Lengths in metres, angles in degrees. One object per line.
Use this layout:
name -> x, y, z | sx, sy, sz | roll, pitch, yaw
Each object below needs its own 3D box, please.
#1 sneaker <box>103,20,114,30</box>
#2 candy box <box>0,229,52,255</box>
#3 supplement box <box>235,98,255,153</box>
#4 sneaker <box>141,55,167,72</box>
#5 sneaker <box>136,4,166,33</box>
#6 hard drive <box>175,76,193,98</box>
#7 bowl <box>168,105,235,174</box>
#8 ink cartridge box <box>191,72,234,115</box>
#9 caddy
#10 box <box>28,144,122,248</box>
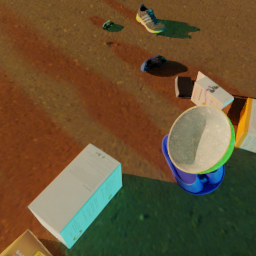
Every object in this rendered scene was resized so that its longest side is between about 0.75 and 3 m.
sneaker -> -1.021, -5.395, 14.712 | 0.349, 0.271, 0.776 | 22, 55, 19
candy box -> -3.159, 4.311, 7.205 | 1.643, 0.787, 2.847 | 35, 62, 24
supplement box -> 5.505, 0.163, 10.129 | 2.783, 1.023, 1.754 | 17, 55, 12
sneaker -> 1.189, -2.918, 12.755 | 1.355, 0.475, 0.528 | -38, 55, -26
sneaker -> 1.163, -5.674, 14.553 | 0.778, 0.852, 2.106 | -33, 60, -22
hard drive -> 2.426, -1.787, 12.063 | 0.769, 0.241, 1.140 | 3, 54, 2
bowl -> 2.289, 0.446, 8.194 | 2.029, 1.092, 2.029 | -24, 55, 39
ink cartridge box -> 3.174, -1.273, 11.155 | 0.632, 1.073, 1.864 | -29, 57, -20
caddy -> 2.165, 1.032, 9.391 | 1.677, 1.245, 2.372 | -27, 59, 6
box -> -1.433, 2.011, 8.420 | 1.241, 1.584, 2.546 | 31, 59, 21
